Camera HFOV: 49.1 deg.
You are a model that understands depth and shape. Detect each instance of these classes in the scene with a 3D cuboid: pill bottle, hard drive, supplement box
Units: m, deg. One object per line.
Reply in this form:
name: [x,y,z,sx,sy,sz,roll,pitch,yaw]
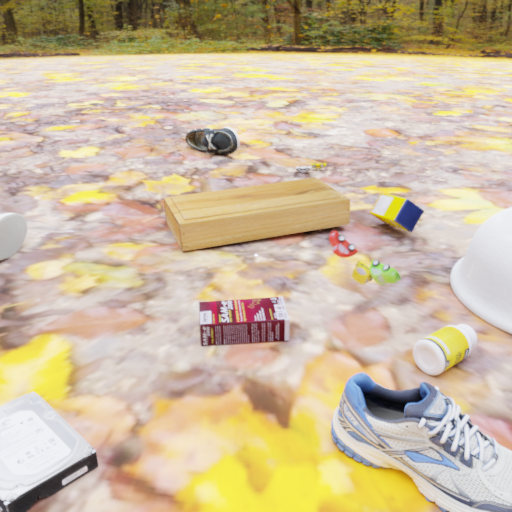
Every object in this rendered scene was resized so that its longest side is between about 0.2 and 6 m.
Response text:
pill bottle: [2.429,1.162,7.139,0.834,0.467,0.467,-18,31,-33]
hard drive: [-2.371,1.954,5.696,1.349,0.255,0.942,22,32,40]
supplement box: [-0.181,0.904,7.812,1.216,0.370,0.662,-4,25,-5]
supplement box: [2.785,-0.870,11.136,0.499,0.496,0.912,29,2,-28]

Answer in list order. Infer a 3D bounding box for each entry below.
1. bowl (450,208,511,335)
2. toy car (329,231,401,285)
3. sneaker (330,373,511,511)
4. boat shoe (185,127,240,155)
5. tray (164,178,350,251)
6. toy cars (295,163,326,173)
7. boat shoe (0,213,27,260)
bowl: [4.832,-0.045,8.495,3.440,1.546,3.440,1,25,0]
toy car: [1.540,0.170,7.806,0.252,1.128,1.062,-49,36,-10]
sneaker: [1.711,1.752,5.344,2.139,0.911,0.824,15,29,27]
boat shoe: [-1.316,-3.385,16.618,0.680,0.852,2.254,-16,18,-33]
tray: [-0.019,-0.927,11.314,3.400,0.630,1.677,-9,25,-16]
toy cars: [1.480,-2.341,15.042,0.888,0.197,0.398,-15,23,-22]
boat shoe: [-4.865,-0.177,9.647,0.712,0.791,2.237,8,28,14]
